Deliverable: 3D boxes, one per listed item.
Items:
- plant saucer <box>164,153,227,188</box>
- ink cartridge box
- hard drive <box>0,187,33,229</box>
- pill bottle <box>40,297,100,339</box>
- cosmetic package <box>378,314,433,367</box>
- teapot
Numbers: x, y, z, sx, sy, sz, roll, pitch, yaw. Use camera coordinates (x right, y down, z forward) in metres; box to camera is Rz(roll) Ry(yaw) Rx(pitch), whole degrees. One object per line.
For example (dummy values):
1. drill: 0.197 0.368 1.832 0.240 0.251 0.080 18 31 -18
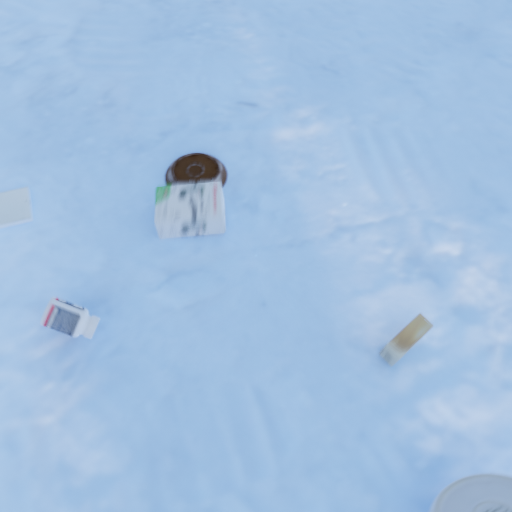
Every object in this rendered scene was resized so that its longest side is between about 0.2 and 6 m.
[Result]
1. plant saucer: -1.324 -1.811 12.282 1.385 0.222 1.385 0 55 0
2. ink cartridge box: -1.333 -0.942 11.396 1.365 0.574 0.996 -6 53 -1
3. hard drive: -5.413 -0.930 11.661 1.380 0.181 0.910 -14 55 -11
4. pill bottle: -3.205 1.107 9.696 0.888 0.531 0.531 24 54 -12
5. cosmetic package: 2.582 1.451 9.672 0.924 0.486 0.329 -38 72 -21
6. teapot: 3.260 3.949 7.449 1.881 1.373 1.856 -5 23 29
